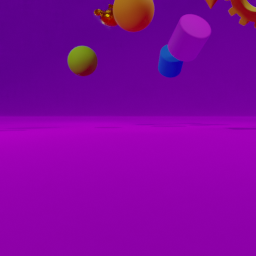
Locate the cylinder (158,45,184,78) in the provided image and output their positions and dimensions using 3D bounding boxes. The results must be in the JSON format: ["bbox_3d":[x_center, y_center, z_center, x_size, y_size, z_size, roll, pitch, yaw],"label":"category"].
[{"bbox_3d":[1.739,-2.695,11.273,0.967,0.967,0.967,0,-28,0],"label":"cylinder"}]

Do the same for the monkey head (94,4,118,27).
[{"bbox_3d":[-0.561,-3.802,9.354,1.130,0.813,0.681,9,2,-8],"label":"monkey head"}]

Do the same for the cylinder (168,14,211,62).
[{"bbox_3d":[2.069,-3.052,9.546,1.118,1.118,1.118,-1,-28,-16],"label":"cylinder"}]

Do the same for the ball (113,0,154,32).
[{"bbox_3d":[0.153,-3.208,7.629,1.122,1.122,1.122,0,3,0],"label":"ball"}]

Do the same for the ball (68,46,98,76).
[{"bbox_3d":[-1.176,-1.736,7.297,0.771,0.771,0.771,0,3,0],"label":"ball"}]

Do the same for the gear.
[{"bbox_3d":[3.235,-3.348,6.862,1.670,1.670,0.309,3,33,48],"label":"gear"}]

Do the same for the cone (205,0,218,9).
[{"bbox_3d":[1.801,-3.041,5.916,1.250,1.255,1.250,9,-16,3],"label":"cone"}]
